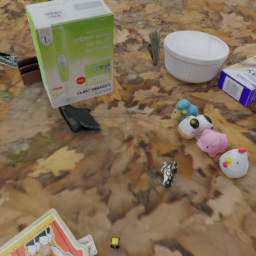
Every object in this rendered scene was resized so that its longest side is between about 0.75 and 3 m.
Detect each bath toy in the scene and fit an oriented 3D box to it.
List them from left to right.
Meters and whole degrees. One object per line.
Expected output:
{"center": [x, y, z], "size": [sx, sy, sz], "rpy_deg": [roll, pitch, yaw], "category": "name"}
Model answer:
{"center": [2.568, 0.297, 8.797], "size": [1.274, 1.083, 2.929], "rpy_deg": [-24, 52, -20], "category": "bath toy"}

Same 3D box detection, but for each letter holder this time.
{"center": [-3.804, -2.403, 11.448], "size": [1.215, 0.864, 0.611], "rpy_deg": [-18, 50, -17], "category": "letter holder"}

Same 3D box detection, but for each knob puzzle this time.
{"center": [-2.016, 3.448, 5.984], "size": [3.049, 0.423, 3.049], "rpy_deg": [-5, 52, 6], "category": "knob puzzle"}

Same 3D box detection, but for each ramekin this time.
{"center": [2.703, -2.911, 11.555], "size": [2.601, 1.211, 2.601], "rpy_deg": [3, 42, -2], "category": "ramekin"}

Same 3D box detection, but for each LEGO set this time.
{"center": [-1.143, 3.399, 6.247], "size": [2.515, 0.617, 1.879], "rpy_deg": [-19, 52, -16], "category": "LEGO set"}

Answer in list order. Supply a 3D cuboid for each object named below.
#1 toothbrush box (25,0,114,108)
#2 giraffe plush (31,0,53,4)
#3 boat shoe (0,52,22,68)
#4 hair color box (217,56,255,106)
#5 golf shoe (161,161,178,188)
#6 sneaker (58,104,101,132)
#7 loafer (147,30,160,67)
{"center": [-1.277, -1.763, 6.689], "size": [1.672, 2.296, 0.988], "rpy_deg": [-17, 56, -18], "category": "toothbrush box"}
{"center": [-2.097, -3.920, 8.634], "size": [1.408, 1.632, 1.323], "rpy_deg": [-16, 44, 1], "category": "giraffe plush"}
{"center": [-5.101, -3.000, 12.290], "size": [1.433, 0.443, 0.522], "rpy_deg": [15, 49, 14], "category": "boat shoe"}
{"center": [5.142, -2.044, 11.108], "size": [2.780, 0.901, 1.520], "rpy_deg": [-24, 51, -23], "category": "hair color box"}
{"center": [1.173, 1.390, 8.330], "size": [0.421, 0.369, 0.955], "rpy_deg": [2, 40, 28], "category": "golf shoe"}
{"center": [-1.754, -0.459, 9.894], "size": [0.942, 0.542, 1.806], "rpy_deg": [-24, 56, -20], "category": "sneaker"}
{"center": [0.715, -2.235, 7.874], "size": [0.357, 1.025, 0.385], "rpy_deg": [0, 33, 5], "category": "loafer"}
